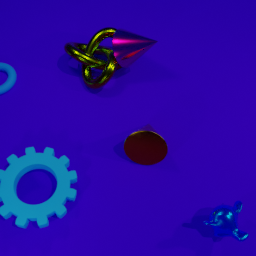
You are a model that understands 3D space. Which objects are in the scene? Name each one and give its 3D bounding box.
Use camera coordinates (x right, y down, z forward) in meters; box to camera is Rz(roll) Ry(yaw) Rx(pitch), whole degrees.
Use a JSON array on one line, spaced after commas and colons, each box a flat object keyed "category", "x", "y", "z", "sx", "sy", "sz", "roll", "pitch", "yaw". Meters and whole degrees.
[{"category": "ring", "x": -4.123, "y": -1.548, "z": 8.789, "sx": 1.209, "sy": 0.242, "sz": 1.209, "roll": 0, "pitch": 63, "yaw": 0}, {"category": "cone", "x": 0.533, "y": 0.209, "z": 7.709, "sx": 1.153, "sy": 1.153, "sz": 1.157, "roll": 8, "pitch": 36, "yaw": 4}, {"category": "knot shape", "x": -0.907, "y": -2.098, "z": 8.664, "sx": 2.050, "sy": 0.947, "sz": 1.918, "roll": -6, "pitch": 64, "yaw": -4}, {"category": "cone", "x": 0.347, "y": -2.387, "z": 8.061, "sx": 1.157, "sy": 1.152, "sz": 1.152, "roll": -1, "pitch": 58, "yaw": 34}, {"category": "gear", "x": -2.244, "y": 1.419, "z": 6.876, "sx": 1.936, "sy": 0.358, "sz": 1.936, "roll": 5, "pitch": 61, "yaw": -9}, {"category": "monkey head", "x": 2.299, "y": 2.148, "z": 6.382, "sx": 1.168, "sy": 0.840, "sz": 0.704, "roll": -20, "pitch": 104, "yaw": -26}]
